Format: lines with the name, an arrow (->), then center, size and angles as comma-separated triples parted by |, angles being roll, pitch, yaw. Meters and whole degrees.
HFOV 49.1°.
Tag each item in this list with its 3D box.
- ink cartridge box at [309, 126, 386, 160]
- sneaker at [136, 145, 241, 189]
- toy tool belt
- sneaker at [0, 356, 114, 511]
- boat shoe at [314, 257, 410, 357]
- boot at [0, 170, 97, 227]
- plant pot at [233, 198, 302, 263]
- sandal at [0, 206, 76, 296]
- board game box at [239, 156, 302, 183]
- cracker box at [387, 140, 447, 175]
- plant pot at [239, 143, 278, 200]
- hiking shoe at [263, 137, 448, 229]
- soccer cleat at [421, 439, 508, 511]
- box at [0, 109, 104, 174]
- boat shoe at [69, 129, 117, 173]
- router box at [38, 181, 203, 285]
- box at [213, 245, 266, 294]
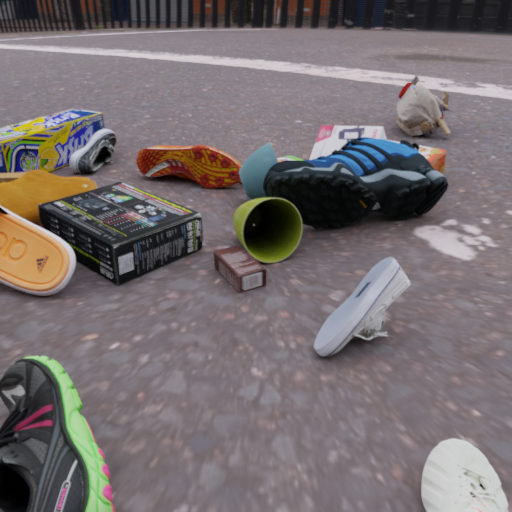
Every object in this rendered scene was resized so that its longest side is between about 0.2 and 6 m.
ink cartridge box -> 1.908, -2.135, 11.513 | 1.359, 0.573, 0.984 | 7, 62, 26
sneaker -> -1.404, -2.089, 12.394 | 2.528, 0.923, 0.975 | 14, 21, 20
toy tool belt -> 4.897, -4.202, 16.256 | 1.468, 1.492, 2.390 | 30, 30, -7
sneaker -> -2.038, 1.684, 5.046 | 0.977, 0.895, 2.331 | -12, 28, -30
boat shoe -> 1.423, 0.791, 7.071 | 1.598, 0.681, 0.590 | -47, 11, -23
boot -> -3.796, -0.889, 10.047 | 1.901, 0.934, 2.655 | -1, 31, -16
plant pot -> 0.053, -0.519, 9.352 | 1.053, 1.053, 1.126 | -11, 17, -20
sandal -> -4.163, -0.403, 8.192 | 3.269, 0.937, 1.252 | 18, 74, 15
board game box -> 0.430, -1.962, 12.797 | 1.951, 0.293, 0.932 | -15, 28, -32
cracker box -> 2.707, -2.045, 12.449 | 2.499, 0.721, 1.674 | 19, 33, 31
plant pot -> 0.124, -1.557, 11.206 | 0.811, 1.205, 1.205 | -20, 28, 4
hiking shoe -> 1.688, -1.439, 10.331 | 3.566, 1.326, 1.546 | -1, 49, -23
soccer cleat -> 1.643, 2.095, 4.323 | 0.722, 0.808, 2.083 | 9, 28, 16
box -> -5.028, -2.676, 13.356 | 1.105, 1.014, 3.153 | 13, 30, 25
boat shoe -> -3.732, -2.441, 13.453 | 0.662, 0.673, 1.868 | 14, 40, 9
router box -> -2.288, -0.479, 9.410 | 2.299, 0.714, 1.723 | 24, 36, 37
box -> -0.262, 0.191, 8.539 | 0.463, 0.347, 0.925 | -14, 32, -23
